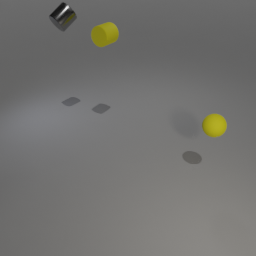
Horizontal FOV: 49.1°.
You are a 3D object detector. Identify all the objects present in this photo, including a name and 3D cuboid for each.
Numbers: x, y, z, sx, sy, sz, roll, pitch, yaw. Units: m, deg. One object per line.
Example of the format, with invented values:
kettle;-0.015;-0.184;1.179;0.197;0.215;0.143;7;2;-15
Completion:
cylinder;-2.273;-3.877;9.801;0.700;0.700;0.700;-49;48;-7
cylinder;-0.791;-3.215;9.635;0.700;0.700;0.700;18;37;27
ball;2.548;-0.073;8.271;0.700;0.700;0.700;0;32;0
